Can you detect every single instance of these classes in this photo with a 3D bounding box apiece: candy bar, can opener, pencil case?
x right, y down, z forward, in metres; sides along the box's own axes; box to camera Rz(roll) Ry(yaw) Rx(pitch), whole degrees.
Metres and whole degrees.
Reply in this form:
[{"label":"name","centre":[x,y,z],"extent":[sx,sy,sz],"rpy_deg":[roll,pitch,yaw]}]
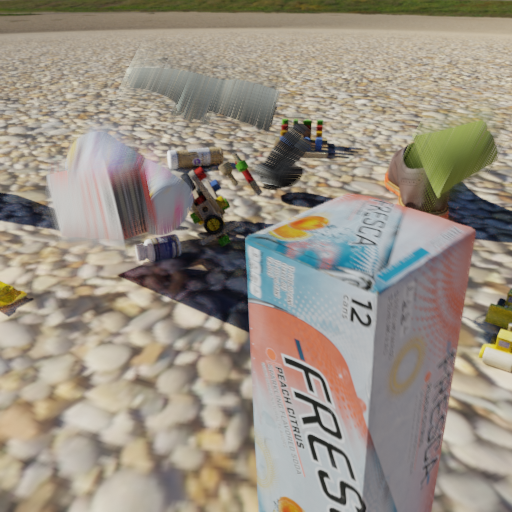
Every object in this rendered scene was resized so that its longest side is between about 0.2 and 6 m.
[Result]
[{"label":"candy bar","centre":[-4.052,0.354,7.883],"extent":[1.964,0.218,0.490],"rpy_deg":[15,27,28]},{"label":"can opener","centre":[0.522,-1.830,10.355],"extent":[0.826,2.101,0.666],"rpy_deg":[-19,77,-18]},{"label":"pencil case","centre":[-1.953,-1.138,8.502],"extent":[2.155,0.896,0.977],"rpy_deg":[32,31,31]}]

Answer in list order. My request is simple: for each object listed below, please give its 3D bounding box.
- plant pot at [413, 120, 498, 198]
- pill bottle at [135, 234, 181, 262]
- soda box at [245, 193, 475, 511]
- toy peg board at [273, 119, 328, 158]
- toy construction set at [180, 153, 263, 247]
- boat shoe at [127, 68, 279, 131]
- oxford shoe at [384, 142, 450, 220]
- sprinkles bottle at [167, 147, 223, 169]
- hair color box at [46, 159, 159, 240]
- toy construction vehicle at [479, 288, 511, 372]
[{"label":"plant pot","centre":[2.358,-1.198,6.561],"extent":[0.777,0.818,0.818],"rpy_deg":[-21,22,16]},{"label":"pill bottle","centre":[-1.513,-0.108,8.635],"extent":[0.647,0.359,0.359],"rpy_deg":[-13,30,-24]},{"label":"soda box","centre":[0.599,1.085,3.564],"extent":[0.956,2.796,0.889],"rpy_deg":[-26,35,-37]},{"label":"toy peg board","centre":[1.114,-2.960,13.934],"extent":[1.346,0.658,1.341],"rpy_deg":[2,27,6]},{"label":"toy construction set","centre":[-0.591,-0.820,9.402],"extent":[1.669,1.283,1.392],"rpy_deg":[-31,-8,-20]},{"label":"boat shoe","centre":[-0.673,-1.988,7.087],"extent":[1.926,0.596,0.721],"rpy_deg":[4,23,-20]},{"label":"oxford shoe","centre":[3.175,-1.661,10.764],"extent":[1.173,1.196,3.297],"rpy_deg":[2,27,4]},{"label":"sprinkles bottle","centre":[-1.384,-2.241,12.771],"extent":[1.241,0.424,0.424],"rpy_deg":[-9,28,-16]},{"label":"hair color box","centre":[-2.138,-0.755,7.645],"extent":[0.570,0.945,1.862],"rpy_deg":[-21,17,-39]},{"label":"toy construction vehicle","centre":[3.306,0.870,6.542],"extent":[1.253,0.507,1.439],"rpy_deg":[19,32,33]}]
